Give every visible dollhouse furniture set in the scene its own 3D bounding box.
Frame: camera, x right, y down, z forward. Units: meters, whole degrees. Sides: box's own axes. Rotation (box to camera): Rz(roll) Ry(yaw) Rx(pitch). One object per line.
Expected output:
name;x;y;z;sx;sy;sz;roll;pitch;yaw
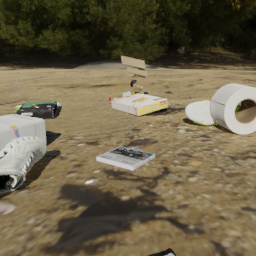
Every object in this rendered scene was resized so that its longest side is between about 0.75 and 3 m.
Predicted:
dollhouse furniture set;0.069;-2.927;16.722;1.468;1.802;1.714;8;52;-22

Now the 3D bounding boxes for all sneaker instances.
sneaker;3.482;-0.609;11.893;2.659;1.007;1.397;5;2;-13
sneaker;-2.634;0.923;6.375;1.026;0.952;2.532;19;24;18

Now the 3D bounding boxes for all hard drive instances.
hard drive;-4.295;-0.868;13.446;1.617;0.438;2.315;-2;17;-10

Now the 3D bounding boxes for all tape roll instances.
tape roll;4.161;-0.744;10.554;1.765;1.765;1.212;-2;15;-8

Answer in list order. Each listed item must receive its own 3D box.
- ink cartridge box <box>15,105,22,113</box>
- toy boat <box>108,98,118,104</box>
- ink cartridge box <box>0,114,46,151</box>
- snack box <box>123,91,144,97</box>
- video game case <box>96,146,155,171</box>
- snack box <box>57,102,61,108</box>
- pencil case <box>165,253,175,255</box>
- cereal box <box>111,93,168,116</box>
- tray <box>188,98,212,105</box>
ink cartridge box;-5.258;-0.973;14.159;0.768;0.291;0.568;-4;16;-9
toy boat;-0.777;-1.564;16.330;0.794;0.369;0.668;2;18;-22
ink cartridge box;-3.790;0.270;8.374;1.572;0.947;2.164;10;19;30
snack box;0.356;-2.132;18.226;1.138;0.385;0.959;5;17;24
video game case;-0.057;0.828;7.864;1.248;0.146;1.135;10;18;34
snack box;-4.207;-1.303;15.522;0.641;0.205;1.103;-8;17;-28
pencil case;0.281;1.884;3.623;0.812;0.337;0.368;-7;14;-22
cereal box;0.537;-1.253;14.324;1.834;0.504;2.549;-18;21;-30
tray;4.362;-1.196;14.700;2.454;0.454;1.211;-16;21;-42
